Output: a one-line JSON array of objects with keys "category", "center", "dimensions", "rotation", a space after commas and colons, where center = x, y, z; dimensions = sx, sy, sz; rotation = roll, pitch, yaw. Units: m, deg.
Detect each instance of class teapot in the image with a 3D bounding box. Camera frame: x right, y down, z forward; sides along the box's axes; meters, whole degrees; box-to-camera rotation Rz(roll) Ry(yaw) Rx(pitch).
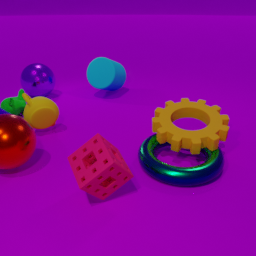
[{"category": "teapot", "center": [-2.525, -0.458, 8.179], "dimensions": [0.994, 1.598, 0.783], "rotation": [-37, 49, -1]}]

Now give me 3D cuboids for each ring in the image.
[{"category": "ring", "center": [1.244, 0.645, 6.681], "dimensions": [2.027, 0.405, 2.027], "rotation": [-1, 29, 0]}]

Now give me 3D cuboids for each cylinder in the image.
[{"category": "cylinder", "center": [-0.861, -2.180, 11.499], "dimensions": [1.244, 1.244, 1.244], "rotation": [9, 7, 20]}]

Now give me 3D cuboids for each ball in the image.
[{"category": "ball", "center": [-3.630, -1.925, 11.319], "dimensions": [1.369, 1.369, 1.369], "rotation": [0, 24, 0]}, {"category": "ball", "center": [-2.714, 0.305, 6.309], "dimensions": [1.250, 1.250, 1.250], "rotation": [0, 24, 0]}]

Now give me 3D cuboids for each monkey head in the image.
[{"category": "monkey head", "center": [-3.834, -0.830, 9.378], "dimensions": [0.824, 0.984, 1.368], "rotation": [0, -11, -33]}]

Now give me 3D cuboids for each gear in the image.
[{"category": "gear", "center": [1.543, -0.108, 7.007], "dimensions": [1.846, 0.341, 1.846], "rotation": [-2, 38, 2]}]

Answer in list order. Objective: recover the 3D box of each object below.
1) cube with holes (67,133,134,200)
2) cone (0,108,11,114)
[{"category": "cube with holes", "center": [-0.524, 0.747, 5.353], "dimensions": [0.773, 0.773, 0.773], "rotation": [-38, 50, 6]}, {"category": "cone", "center": [-3.768, -0.377, 7.168], "dimensions": [1.536, 1.542, 1.536], "rotation": [-10, 40, 9]}]
